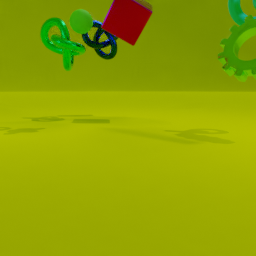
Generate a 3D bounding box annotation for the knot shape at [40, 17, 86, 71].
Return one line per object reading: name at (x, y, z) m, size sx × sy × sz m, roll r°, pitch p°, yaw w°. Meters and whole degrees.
knot shape at (-2.261, -2.886, 9.426) m, size 0.825 × 1.671 × 1.786 m, roll -41°, pitch 4°, yaw -17°

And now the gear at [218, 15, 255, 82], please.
gear at (2.525, -1.622, 5.605) m, size 1.400 × 1.400 × 0.259 m, roll 8°, pitch -13°, yaw 45°

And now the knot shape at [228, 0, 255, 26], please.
knot shape at (2.934, -2.828, 5.989) m, size 1.533 × 0.757 × 1.638 m, roll -28°, pitch -43°, yaw 20°

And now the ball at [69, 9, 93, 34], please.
ball at (-1.504, -3.422, 9.016) m, size 0.745 × 0.745 × 0.745 m, roll 0°, pitch 8°, yaw 0°

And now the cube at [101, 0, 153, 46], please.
cube at (-0.012, -3.311, 8.302) m, size 1.102 × 1.102 × 1.102 m, roll 26°, pitch 31°, yaw -12°

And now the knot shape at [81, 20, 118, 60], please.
knot shape at (-0.893, -3.259, 10.475) m, size 1.566 × 1.465 × 0.723 m, roll -11°, pitch 35°, yaw -4°
